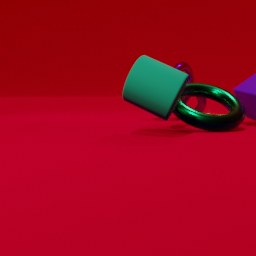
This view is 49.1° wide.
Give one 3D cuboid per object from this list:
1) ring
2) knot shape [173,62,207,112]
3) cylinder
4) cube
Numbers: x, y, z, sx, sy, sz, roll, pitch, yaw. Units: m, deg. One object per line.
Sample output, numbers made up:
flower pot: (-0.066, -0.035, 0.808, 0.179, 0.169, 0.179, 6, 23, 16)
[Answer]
ring: (1.960, -0.578, 7.055, 1.948, 0.390, 1.948, 5, 36, -4)
knot shape: (1.727, -1.302, 9.348, 1.917, 1.794, 0.886, 15, -1, -8)
cylinder: (0.563, -0.819, 5.746, 1.022, 1.022, 1.022, 27, 13, 11)
cube: (3.869, -0.885, 7.885, 1.062, 1.062, 1.062, -35, 19, -1)
